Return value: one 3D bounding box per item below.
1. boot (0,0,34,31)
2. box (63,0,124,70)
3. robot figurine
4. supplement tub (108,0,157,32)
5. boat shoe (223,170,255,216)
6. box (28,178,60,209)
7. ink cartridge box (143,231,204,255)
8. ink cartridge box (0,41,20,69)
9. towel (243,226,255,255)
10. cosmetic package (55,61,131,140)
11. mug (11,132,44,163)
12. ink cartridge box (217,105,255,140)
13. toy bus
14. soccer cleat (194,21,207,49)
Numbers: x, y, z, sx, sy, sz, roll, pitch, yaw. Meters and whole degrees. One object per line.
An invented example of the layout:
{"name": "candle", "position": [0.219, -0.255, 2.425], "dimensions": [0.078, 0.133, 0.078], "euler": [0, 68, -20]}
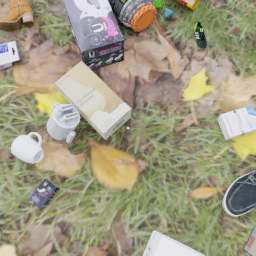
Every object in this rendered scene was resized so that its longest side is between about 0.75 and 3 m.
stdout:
{"name": "boot", "position": [-4.912, -4.887, 11.940], "dimensions": [1.649, 0.632, 1.280], "euler": [-16, 75, -6]}
{"name": "box", "position": [-1.328, -3.944, 11.196], "dimensions": [1.743, 1.514, 2.638], "euler": [-19, 74, -5]}
{"name": "robot figurine", "position": [-2.326, -0.186, 10.030], "dimensions": [0.972, 1.722, 1.460], "euler": [-16, 73, -35]}
{"name": "supplement tub", "position": [-0.016, -5.315, 11.628], "dimensions": [1.514, 1.514, 2.471], "euler": [-34, 77, -10]}
{"name": "boat shoe", "position": [4.571, 2.005, 9.733], "dimensions": [2.958, 0.921, 1.104], "euler": [-31, 78, -7]}
{"name": "box", "position": [-2.939, 2.319, 9.851], "dimensions": [0.562, 0.488, 0.920], "euler": [34, 76, 10]}
{"name": "ink cartridge box", "position": [1.468, 3.978, 8.286], "dimensions": [1.838, 2.518, 1.061], "euler": [25, 75, 7]}
{"name": "ink cartridge box", "position": [-5.447, -2.865, 11.488], "dimensions": [1.997, 0.370, 0.946], "euler": [-17, 74, -3]}
{"name": "towel", "position": [4.697, 4.099, 9.502], "dimensions": [1.283, 0.139, 0.941], "euler": [32, 75, 9]}
{"name": "cosmetic package", "position": [-1.300, -1.046, 10.610], "dimensions": [2.743, 0.975, 1.443], "euler": [43, 78, 12]}
{"name": "mug", "position": [-3.446, 0.684, 9.944], "dimensions": [0.967, 0.814, 1.103], "euler": [27, 94, 24]}
{"name": "ink cartridge box", "position": [4.178, -0.189, 10.578], "dimensions": [1.285, 0.541, 0.929], "euler": [-16, 74, -5]}
{"name": "toy bus", "position": [2.194, -6.092, 11.994], "dimensions": [2.233, 1.223, 2.367], "euler": [-7, 102, 22]}
{"name": "soccer cleat", "position": [3.045, -3.892, 11.729], "dimensions": [0.398, 0.477, 1.178], "euler": [-12, 74, -4]}
